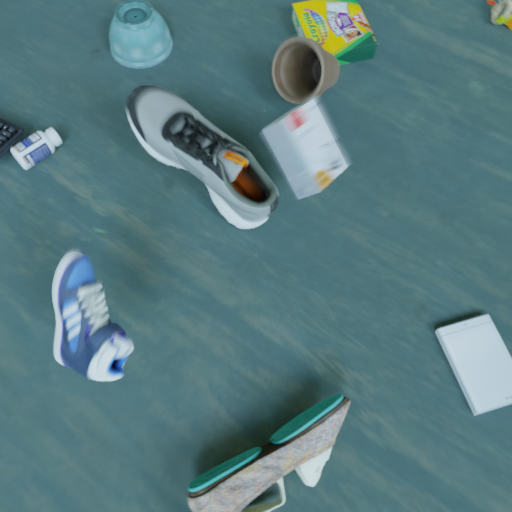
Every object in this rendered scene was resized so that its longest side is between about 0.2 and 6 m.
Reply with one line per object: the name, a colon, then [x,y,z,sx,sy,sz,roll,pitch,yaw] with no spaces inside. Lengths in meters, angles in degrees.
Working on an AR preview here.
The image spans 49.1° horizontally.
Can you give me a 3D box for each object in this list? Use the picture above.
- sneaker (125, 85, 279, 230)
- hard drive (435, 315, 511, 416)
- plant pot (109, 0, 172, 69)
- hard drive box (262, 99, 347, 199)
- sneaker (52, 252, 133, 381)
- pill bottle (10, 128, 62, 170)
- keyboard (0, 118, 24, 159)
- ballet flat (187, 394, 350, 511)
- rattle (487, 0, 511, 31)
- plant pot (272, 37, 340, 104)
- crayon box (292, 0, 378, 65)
sneaker: [-0.826,-1.827,9.739,3.225,1.279,1.192,40,71,-11]
hard drive: [3.691,1.758,9.173,0.962,0.195,1.458,-15,64,-8]
plant pot: [-2.591,-4.969,12.297,1.399,0.937,1.399,0,62,-1]
hard drive box: [0.845,-1.818,9.530,1.051,0.518,1.349,-44,110,-41]
sneaker: [-2.063,0.844,7.445,1.213,0.668,1.657,11,100,25]
pill bottle: [-4.319,-2.138,11.050,0.900,0.499,0.499,-40,69,-19]
keyboard: [-5.880,-2.420,10.990,2.382,0.306,1.430,24,66,18]
ballet flat: [0.351,3.076,8.209,2.762,0.940,0.929,-29,87,-9]
rattle: [5.797,-5.663,13.009,0.654,0.596,0.915,6,38,-7]
plant pot: [1.107,-3.733,11.309,1.251,1.251,1.091,42,36,20]
crayon box: [1.725,-5.062,12.586,1.465,0.495,1.699,-12,63,-6]
